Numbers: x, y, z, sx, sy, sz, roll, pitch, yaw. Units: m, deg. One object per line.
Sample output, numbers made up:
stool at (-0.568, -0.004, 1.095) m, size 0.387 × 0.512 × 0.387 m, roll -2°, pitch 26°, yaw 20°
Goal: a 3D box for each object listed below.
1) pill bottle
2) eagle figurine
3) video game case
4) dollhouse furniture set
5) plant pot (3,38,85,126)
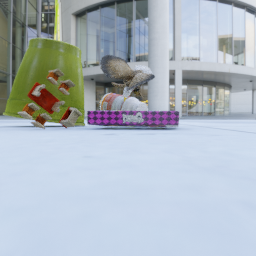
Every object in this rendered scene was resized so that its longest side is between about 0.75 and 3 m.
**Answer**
pill bottle at (-0.145, -0.731, 10.663) m, size 1.762 × 0.988 × 0.988 m, roll 16°, pitch 12°, yaw 39°
eagle figurine at (0.081, -1.556, 8.841) m, size 1.491 × 1.483 × 1.965 m, roll -15°, pitch -17°, yaw 4°
video game case at (0.262, -0.230, 7.664) m, size 2.264 × 0.405 × 2.052 m, roll 1°, pitch -1°, yaw 9°
dollhouse furniture set at (-1.934, -0.577, 7.220) m, size 0.724 × 1.405 × 1.390 m, roll 6°, pitch -30°, yaw 47°
plant pot at (-2.692, -1.587, 9.794) m, size 2.781 × 2.677 × 2.781 m, roll 9°, pitch 2°, yaw 0°
